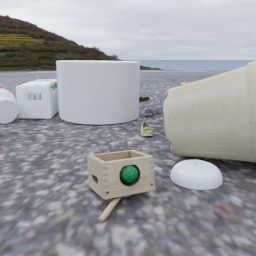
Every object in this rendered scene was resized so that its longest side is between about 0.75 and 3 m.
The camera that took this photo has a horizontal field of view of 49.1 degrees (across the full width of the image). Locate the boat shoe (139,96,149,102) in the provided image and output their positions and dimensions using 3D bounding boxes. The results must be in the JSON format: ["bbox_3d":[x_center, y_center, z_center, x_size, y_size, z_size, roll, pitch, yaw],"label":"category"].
[{"bbox_3d":[0.653,-1.387,13.524,0.766,0.280,0.248,-3,2,-20],"label":"boat shoe"}]

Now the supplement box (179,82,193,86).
[{"bbox_3d":[2.722,-0.501,7.638,2.695,1.391,1.764,3,15,13],"label":"supplement box"}]

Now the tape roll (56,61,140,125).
[{"bbox_3d":[-1.005,-1.358,9.849,2.858,1.962,2.858,0,14,0],"label":"tape roll"}]

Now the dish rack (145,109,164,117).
[{"bbox_3d":[1.090,-0.547,10.204,0.939,0.256,0.720,-2,13,-2],"label":"dish rack"}]

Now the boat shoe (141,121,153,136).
[{"bbox_3d":[0.517,0.024,7.828,0.326,0.281,0.894,0,14,0],"label":"boat shoe"}]

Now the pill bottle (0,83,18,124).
[{"bbox_3d":[-4.461,-0.891,9.456,1.113,1.113,1.998,-11,30,-38],"label":"pill bottle"}]

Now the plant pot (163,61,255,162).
[{"bbox_3d":[1.825,-0.215,5.496,1.960,2.141,2.141,-6,11,25],"label":"plant pot"}]

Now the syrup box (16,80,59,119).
[{"bbox_3d":[-3.277,-1.213,10.879,1.156,1.195,2.935,0,15,-3],"label":"syrup box"}]

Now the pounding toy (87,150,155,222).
[{"bbox_3d":[-0.146,0.799,4.224,0.956,0.739,1.039,-5,5,-23],"label":"pounding toy"}]

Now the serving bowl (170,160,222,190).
[{"bbox_3d":[1.198,0.759,4.911,0.897,0.295,0.897,-1,15,0],"label":"serving bowl"}]
